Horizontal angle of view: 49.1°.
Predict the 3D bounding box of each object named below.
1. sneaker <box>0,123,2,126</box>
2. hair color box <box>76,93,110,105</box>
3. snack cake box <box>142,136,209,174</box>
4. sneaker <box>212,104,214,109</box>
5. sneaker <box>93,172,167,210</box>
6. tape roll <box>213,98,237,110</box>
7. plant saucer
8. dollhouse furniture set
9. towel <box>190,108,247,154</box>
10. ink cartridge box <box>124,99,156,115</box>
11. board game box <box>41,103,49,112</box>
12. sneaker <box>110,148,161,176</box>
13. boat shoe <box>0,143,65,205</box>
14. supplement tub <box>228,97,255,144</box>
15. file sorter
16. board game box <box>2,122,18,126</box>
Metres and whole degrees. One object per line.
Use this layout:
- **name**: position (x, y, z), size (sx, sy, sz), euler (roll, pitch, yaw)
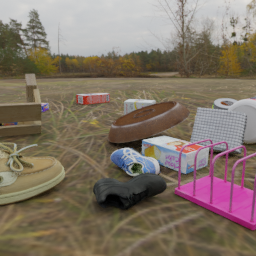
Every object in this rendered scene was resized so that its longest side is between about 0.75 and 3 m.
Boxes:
- **sneaker**: position (-5.118, -0.087, 10.239), size (0.496, 0.286, 0.951), euler (8, 18, 12)
- **hair color box**: position (-2.140, -1.828, 17.256), size (1.820, 0.582, 1.009), euler (-9, 15, -40)
- **snack cake box**: position (1.108, 0.599, 6.783), size (0.822, 0.480, 1.430), euler (-8, 15, -39)
- **sneaker**: position (4.879, -1.093, 14.218), size (1.159, 0.485, 0.429), euler (1, 12, 1)
- **sneaker**: position (0.061, 1.125, 4.755), size (1.274, 0.484, 0.578), euler (-9, 24, -7)
- **tape roll**: position (4.712, -1.011, 13.362), size (1.205, 0.398, 1.205), euler (-2, 29, 1)
- **plant saucer**: position (0.561, -0.282, 8.638), size (2.651, 0.457, 2.651), euler (-19, 12, 4)
- **dollhouse furniture set**: position (-3.946, -0.774, 9.636), size (1.643, 1.918, 2.017), euler (-5, 50, -22)
- **towel**: position (2.444, 0.089, 7.559), size (1.330, 1.101, 0.569), euler (8, -8, 34)
- **ink cartridge box**: position (0.489, -0.723, 11.727), size (1.184, 0.860, 0.856), euler (4, 13, 17)
- **board game box**: position (-4.954, -1.061, 14.432), size (1.462, 0.327, 0.983), euler (0, 13, 0)
- **sneaker**: position (0.069, 0.747, 6.097), size (1.307, 0.495, 0.503), euler (9, 12, 41)
- **boat shoe**: position (-2.652, 0.772, 4.966), size (2.999, 0.940, 1.099), euler (-5, 14, -20)
- **supplement tub**: position (4.057, -0.315, 8.856), size (1.341, 1.341, 1.911), euler (11, 18, 41)
- **file sorter**: position (1.729, 0.811, 4.785), size (1.057, 0.954, 1.520), euler (-10, 16, -37)
- **board game box**: position (-4.595, -0.261, 11.081), size (1.440, 0.248, 0.975), euler (5, 14, 22)
